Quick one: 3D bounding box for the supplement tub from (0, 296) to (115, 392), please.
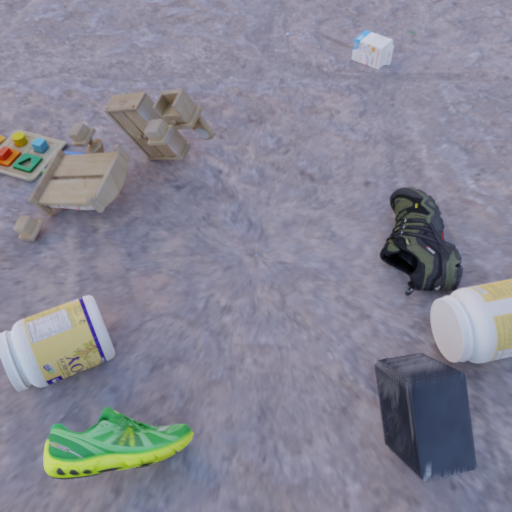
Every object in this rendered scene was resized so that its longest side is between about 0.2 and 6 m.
[{"bbox_3d":[-2.871,1.267,8.087,1.405,1.021,1.021,-22,52,-17],"label":"supplement tub"}]

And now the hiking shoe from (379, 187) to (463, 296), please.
[{"bbox_3d":[2.621,-0.337,9.607,1.125,0.847,2.236,-7,50,-11],"label":"hiking shoe"}]

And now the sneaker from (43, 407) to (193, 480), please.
[{"bbox_3d":[-1.672,2.277,7.062,1.891,0.700,0.790,2,63,-29],"label":"sneaker"}]

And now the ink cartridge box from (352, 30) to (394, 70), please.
[{"bbox_3d":[2.950,-5.137,14.009,0.910,0.585,0.570,31,56,25],"label":"ink cartridge box"}]

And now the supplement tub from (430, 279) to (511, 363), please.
[{"bbox_3d":[3.520,0.956,8.281,1.554,1.130,1.130,-10,49,-8],"label":"supplement tub"}]

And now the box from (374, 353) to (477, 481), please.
[{"bbox_3d":[2.069,1.941,6.983,0.733,1.162,1.182,-8,93,-6],"label":"box"}]

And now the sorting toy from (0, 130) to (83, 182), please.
[{"bbox_3d":[-4.812,-2.166,11.563,2.448,0.334,1.379,16,51,14],"label":"sorting toy"}]

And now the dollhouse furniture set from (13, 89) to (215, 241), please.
[{"bbox_3d":[-2.436,-1.299,10.282,2.646,1.515,3.103,5,63,35],"label":"dollhouse furniture set"}]
